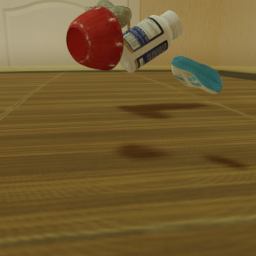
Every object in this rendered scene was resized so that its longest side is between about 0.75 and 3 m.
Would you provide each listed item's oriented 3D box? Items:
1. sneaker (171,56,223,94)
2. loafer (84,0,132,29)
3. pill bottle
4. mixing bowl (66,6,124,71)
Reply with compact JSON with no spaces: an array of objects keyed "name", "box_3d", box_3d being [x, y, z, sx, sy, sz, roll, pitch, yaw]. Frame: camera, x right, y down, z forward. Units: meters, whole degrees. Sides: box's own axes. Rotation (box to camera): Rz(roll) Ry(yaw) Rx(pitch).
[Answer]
[{"name":"sneaker","box_3d":[1.309,-0.963,5.327,1.087,0.439,0.416,39,74,26]},{"name":"loafer","box_3d":[-0.833,-3.983,9.717,1.015,1.013,2.904,10,7,-39]},{"name":"pill bottle","box_3d":[0.799,-3.476,11.054,2.646,1.469,1.469,-34,23,-9]},{"name":"mixing bowl","box_3d":[-0.782,-1.754,5.667,1.298,1.298,0.703,13,27,41]}]
